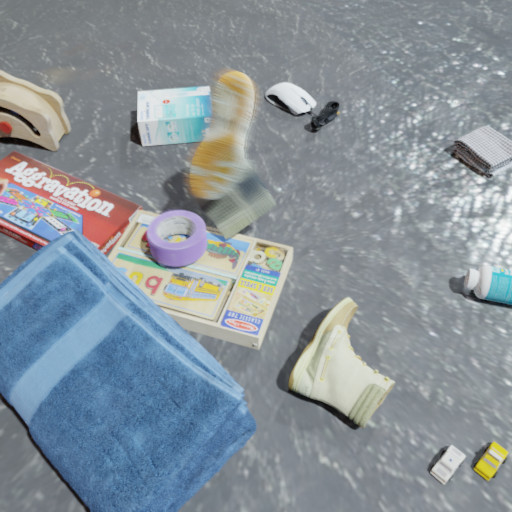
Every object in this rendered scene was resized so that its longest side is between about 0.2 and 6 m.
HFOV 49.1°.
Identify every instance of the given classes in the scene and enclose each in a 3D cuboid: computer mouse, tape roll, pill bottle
[{"bbox_3d":[1.109,-4.032,14.583,2.146,0.471,1.177,34,58,26],"label":"computer mouse"},{"bbox_3d":[-1.513,-0.346,10.767,1.107,0.470,1.107,0,44,0],"label":"tape roll"},{"bbox_3d":[4.549,0.545,10.515,1.154,0.639,0.639,11,50,9],"label":"pill bottle"}]

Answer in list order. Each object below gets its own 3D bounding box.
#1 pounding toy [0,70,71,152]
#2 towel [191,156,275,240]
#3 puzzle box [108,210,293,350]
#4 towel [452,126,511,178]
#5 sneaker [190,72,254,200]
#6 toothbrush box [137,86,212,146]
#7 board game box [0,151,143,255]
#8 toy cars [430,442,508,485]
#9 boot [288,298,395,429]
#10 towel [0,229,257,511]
[{"bbox_3d":[-6.120,-3.178,13.237,2.956,1.690,1.696,21,50,-7],"label":"pounding toy"},{"bbox_3d":[-0.453,-1.144,10.980,1.280,0.221,1.233,-35,95,6],"label":"towel"},{"bbox_3d":[-1.209,0.361,10.813,3.410,0.433,2.268,14,51,11],"label":"puzzle box"},{"bbox_3d":[5.444,-2.489,13.211,1.031,0.533,1.245,-27,55,-21],"label":"towel"},{"bbox_3d":[-0.520,-2.177,10.426,0.897,2.371,1.039,21,16,1],"label":"sneaker"},{"bbox_3d":[-1.989,-3.477,13.904,1.824,0.778,1.335,-6,49,-3],"label":"toothbrush box"},{"bbox_3d":[-4.516,-1.048,12.087,3.744,0.364,1.927,23,52,19],"label":"board game box"},{"bbox_3d":[3.274,3.116,8.533,1.283,0.284,0.575,-4,49,-3],"label":"toy cars"},{"bbox_3d":[1.639,1.754,9.432,1.527,0.712,1.974,25,59,21],"label":"boot"},{"bbox_3d":[-2.500,1.769,8.815,4.874,1.183,2.721,38,74,27],"label":"towel"}]
